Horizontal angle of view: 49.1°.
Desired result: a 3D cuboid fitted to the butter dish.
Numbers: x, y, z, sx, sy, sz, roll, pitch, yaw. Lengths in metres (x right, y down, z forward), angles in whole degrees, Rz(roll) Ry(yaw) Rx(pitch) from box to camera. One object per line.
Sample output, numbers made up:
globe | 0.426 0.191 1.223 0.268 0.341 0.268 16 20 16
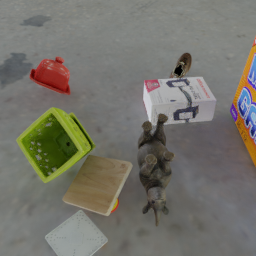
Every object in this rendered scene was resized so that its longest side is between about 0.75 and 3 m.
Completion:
butter dish | -2.239 -1.724 8.554 1.276 0.945 1.279 21 19 -22

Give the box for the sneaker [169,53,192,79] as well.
sneaker | 1.812 -2.029 9.262 0.508 0.544 1.441 26 67 5

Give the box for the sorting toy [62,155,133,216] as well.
sorting toy | -0.589 1.248 6.018 1.198 0.417 1.191 6 53 33

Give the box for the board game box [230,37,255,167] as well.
board game box | 4.356 -0.557 6.513 2.620 2.618 2.618 0 44 -2

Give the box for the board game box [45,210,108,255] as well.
board game box | -1.001 2.175 5.454 0.883 0.114 0.883 -33 55 -30

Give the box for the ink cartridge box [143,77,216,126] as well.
ink cartridge box | 1.456 -0.817 8.197 1.822 0.768 1.319 -5 42 -5

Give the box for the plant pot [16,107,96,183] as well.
plant pot | -1.520 0.352 6.349 1.213 1.101 1.207 -38 82 13

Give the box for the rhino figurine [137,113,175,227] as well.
rhino figurine | 0.595 0.912 6.081 0.742 1.086 2.483 4 49 -4
